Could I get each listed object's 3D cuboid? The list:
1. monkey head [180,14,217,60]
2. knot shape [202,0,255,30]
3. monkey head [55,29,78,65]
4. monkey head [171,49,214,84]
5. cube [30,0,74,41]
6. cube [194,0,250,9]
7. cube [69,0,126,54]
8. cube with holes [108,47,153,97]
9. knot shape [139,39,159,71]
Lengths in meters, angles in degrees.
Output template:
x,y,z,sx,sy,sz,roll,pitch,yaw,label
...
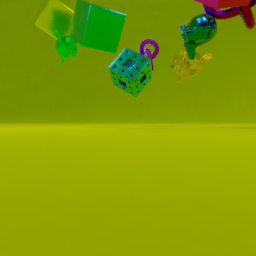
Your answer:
x,y,z,sx,sy,sz,roll,pitch,yaw,label
2.258,-2.858,8.763,1.088,1.299,1.805,-9,23,18,monkey head
3.227,-3.716,8.228,1.907,0.881,1.785,26,1,-8,knot shape
-1.958,-2.569,8.775,0.664,1.102,0.793,-12,33,-16,monkey head
2.218,-2.201,10.204,1.052,1.256,1.746,31,-49,-27,monkey head
-2.424,-3.549,9.220,1.042,1.042,1.042,29,4,-33,cube
2.242,-3.769,6.733,1.313,1.313,1.313,-22,47,-32,cube
-0.824,-2.680,7.404,1.019,1.019,1.019,3,26,-34,cube
0.146,-2.479,12.571,1.327,1.327,1.327,32,-17,21,cube with holes
0.788,-3.381,13.191,0.670,1.450,1.357,-1,4,-42,knot shape
